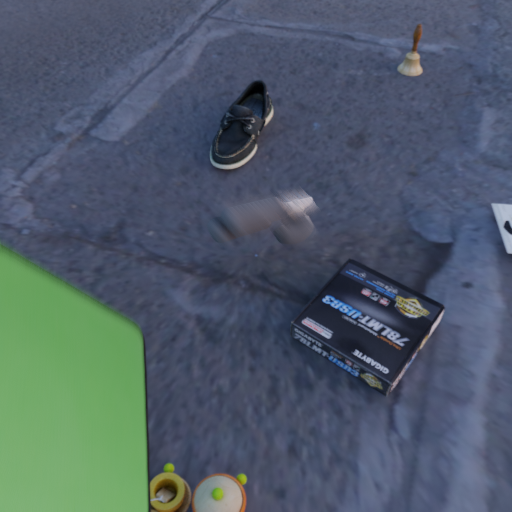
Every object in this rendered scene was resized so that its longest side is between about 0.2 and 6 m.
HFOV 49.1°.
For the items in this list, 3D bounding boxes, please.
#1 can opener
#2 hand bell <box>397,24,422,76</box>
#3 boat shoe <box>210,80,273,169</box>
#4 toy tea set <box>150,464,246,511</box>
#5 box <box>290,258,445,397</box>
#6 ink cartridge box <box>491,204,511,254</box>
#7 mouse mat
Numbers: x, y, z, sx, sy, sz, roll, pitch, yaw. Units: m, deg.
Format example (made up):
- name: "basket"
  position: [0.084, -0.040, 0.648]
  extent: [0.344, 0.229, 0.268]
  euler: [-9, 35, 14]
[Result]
- name: "can opener"
  position: [0.221, -0.451, 8.163]
  extent: [2.174, 0.580, 0.727]
  euler: [-21, 80, -54]
- name: "hand bell"
  position: [3.794, -4.992, 13.452]
  extent: [0.603, 1.157, 0.603]
  euler: [0, 46, 0]
- name: "boat shoe"
  position: [-0.270, -2.794, 11.558]
  extent: [0.955, 0.847, 2.555]
  euler: [18, 49, 17]
- name: "toy tea set"
  position: [-0.794, 3.182, 5.895]
  extent: [1.246, 0.775, 2.095]
  euler: [4, 46, 4]
- name: "box"
  position: [1.643, 0.973, 8.279]
  extent: [1.676, 0.416, 1.663]
  euler: [30, 52, 26]
- name: "ink cartridge box"
  position: [4.707, -0.373, 9.646]
  extent: [1.113, 0.279, 1.282]
  euler: [3, 46, 3]
- name: "mouse mat"
  position: [-1.867, 1.541, 5.298]
  extent: [0.121, 2.576, 3.201]
  euler: [-27, 48, 20]
